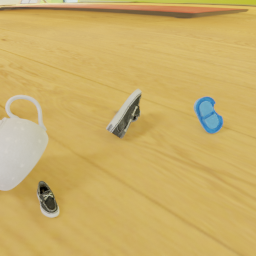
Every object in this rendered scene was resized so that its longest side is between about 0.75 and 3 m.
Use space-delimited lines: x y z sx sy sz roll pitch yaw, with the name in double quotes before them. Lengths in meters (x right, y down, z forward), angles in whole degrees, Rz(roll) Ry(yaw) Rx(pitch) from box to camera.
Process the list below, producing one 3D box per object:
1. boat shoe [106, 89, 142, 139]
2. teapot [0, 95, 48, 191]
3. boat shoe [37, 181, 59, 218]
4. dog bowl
"boat shoe" 0.029 -0.387 7.464 0.538 0.598 1.691 36 53 -4
"teapot" -2.324 0.323 5.282 1.509 1.117 1.529 -35 27 27
"boat shoe" -1.469 1.265 5.041 0.289 0.261 0.818 -12 33 -32
"dog bowl" 2.083 -0.354 7.341 0.570 1.023 0.254 -31 16 -5
